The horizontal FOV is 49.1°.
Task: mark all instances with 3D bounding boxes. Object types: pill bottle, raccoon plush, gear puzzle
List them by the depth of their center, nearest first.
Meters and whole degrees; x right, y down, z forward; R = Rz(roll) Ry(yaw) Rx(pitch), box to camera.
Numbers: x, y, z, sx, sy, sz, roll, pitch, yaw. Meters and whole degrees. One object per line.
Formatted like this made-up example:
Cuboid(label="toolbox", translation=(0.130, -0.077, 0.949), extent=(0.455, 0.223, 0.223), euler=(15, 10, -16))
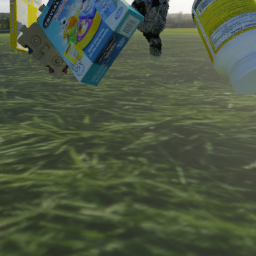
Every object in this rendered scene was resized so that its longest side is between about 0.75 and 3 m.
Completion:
Cuboid(label="gear puzzle", translation=(-1.223, -2.543, 6.541), extent=(2.695, 1.396, 0.353), euler=(-47, 17, 0))
Cuboid(label="pill bottle", translation=(2.695, -2.268, 6.970), extent=(1.532, 1.532, 2.726), euler=(-6, 63, -15))
Cuboid(label="raccoon plush", translation=(0.911, -3.374, 8.549), extent=(1.079, 2.229, 1.494), euler=(26, 56, 30))

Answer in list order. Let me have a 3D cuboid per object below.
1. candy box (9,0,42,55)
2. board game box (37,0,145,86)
Cuboid(label="candy box", translation=(-3.634, -4.042, 10.047), extent=(0.358, 2.714, 1.387), euler=(1, 2, 24))
Cuboid(label="board game box", translation=(-0.792, -1.958, 5.087), extent=(0.455, 1.463, 1.938), euler=(5, 42, -52))
